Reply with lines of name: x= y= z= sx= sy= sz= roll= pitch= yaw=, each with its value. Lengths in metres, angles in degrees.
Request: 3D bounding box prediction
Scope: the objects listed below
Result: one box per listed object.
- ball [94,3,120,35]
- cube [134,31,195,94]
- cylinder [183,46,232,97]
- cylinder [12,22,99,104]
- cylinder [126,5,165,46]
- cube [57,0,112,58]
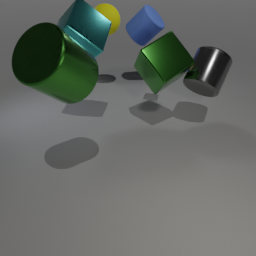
ball: x=-1.062 y=-5.032 z=13.037 sx=1.400 sy=1.400 sz=1.400 roll=0 pitch=29 yaw=0
cube: x=1.256 y=-2.307 z=10.091 sx=1.400 sy=1.400 sz=1.400 roll=-35 pitch=-3 yaw=-13
cylinder: x=2.964 y=-2.083 z=10.479 sx=1.400 sy=1.400 sz=1.400 roll=25 pitch=-7 yaw=3
cylinder: x=-1.596 y=-1.399 z=6.339 sx=1.400 sy=1.400 sz=1.400 roll=16 pitch=-5 yaw=26
cylinder: x=0.845 y=-5.052 z=13.850 sx=1.400 sy=1.400 sz=1.400 roll=-35 pitch=10 yaw=34
cube: x=-1.619 y=-3.157 z=9.478 sx=1.400 sy=1.400 sz=1.400 roll=-22 pitch=47 yaw=47
